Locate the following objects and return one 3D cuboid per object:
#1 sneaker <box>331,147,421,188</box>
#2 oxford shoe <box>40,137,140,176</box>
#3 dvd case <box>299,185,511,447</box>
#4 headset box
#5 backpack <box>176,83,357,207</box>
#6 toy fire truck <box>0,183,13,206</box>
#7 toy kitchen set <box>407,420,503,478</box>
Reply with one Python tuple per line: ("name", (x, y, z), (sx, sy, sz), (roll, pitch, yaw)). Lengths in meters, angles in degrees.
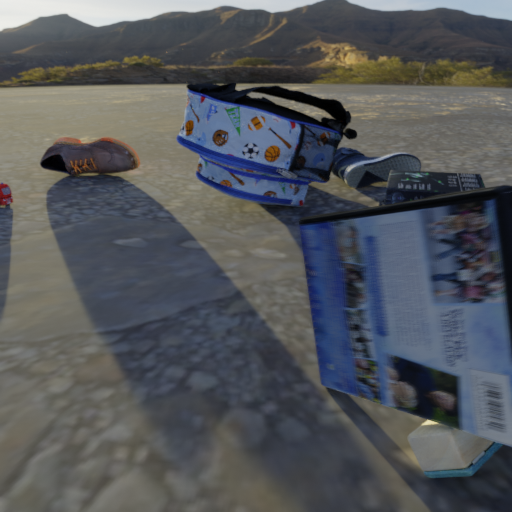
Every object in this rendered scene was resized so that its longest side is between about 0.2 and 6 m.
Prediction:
("sneaker", (2.673, -2.125, 12.968), (1.956, 0.744, 1.414), (-8, 25, -17))
("oxford shoe", (-3.976, -2.229, 13.384), (2.614, 0.932, 0.953), (6, 41, 25))
("dvd case", (1.061, 0.393, 4.210), (0.194, 1.578, 2.211), (-9, 3, -27))
("headset box", (2.994, -0.923, 9.677), (1.716, 0.796, 1.494), (5, 22, 14))
("backpack", (-0.114, -2.196, 10.684), (2.741, 2.217, 2.878), (12, 8, -42))
("toy fire truck", (-5.414, -1.473, 11.043), (1.260, 0.888, 0.307), (7, 23, 20))
("toy kitchen set", (2.114, 1.520, 3.716), (0.945, 1.285, 1.604), (-17, -10, -39))
